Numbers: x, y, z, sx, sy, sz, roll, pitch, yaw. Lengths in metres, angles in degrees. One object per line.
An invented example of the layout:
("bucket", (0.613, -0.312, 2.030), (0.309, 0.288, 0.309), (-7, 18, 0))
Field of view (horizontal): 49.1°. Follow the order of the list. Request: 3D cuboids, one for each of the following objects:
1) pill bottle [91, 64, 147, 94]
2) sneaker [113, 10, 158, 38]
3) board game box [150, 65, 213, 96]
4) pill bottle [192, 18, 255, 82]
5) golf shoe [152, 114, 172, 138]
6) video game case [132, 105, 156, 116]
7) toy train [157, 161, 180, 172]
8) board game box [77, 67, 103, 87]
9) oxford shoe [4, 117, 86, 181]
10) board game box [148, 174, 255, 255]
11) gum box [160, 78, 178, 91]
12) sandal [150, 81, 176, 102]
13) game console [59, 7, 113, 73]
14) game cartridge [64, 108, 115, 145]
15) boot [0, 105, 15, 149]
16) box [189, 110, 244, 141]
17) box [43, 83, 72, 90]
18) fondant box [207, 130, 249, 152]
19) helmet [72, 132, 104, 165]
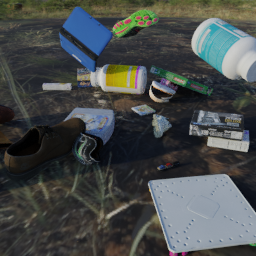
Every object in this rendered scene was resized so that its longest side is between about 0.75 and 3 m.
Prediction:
("pill bottle", (-0.462, -2.475, 14.103), (2.670, 1.392, 1.392), (6, 28, 11))
("sneaker", (0.323, -4.529, 12.255), (2.038, 0.782, 0.854), (-15, 2, 12))
("board game box", (2.672, -2.459, 14.354), (1.921, 0.416, 2.855), (12, 16, -37))
("pill bottle", (3.534, -2.660, 9.721), (1.483, 1.483, 2.677), (-12, 44, -22))
("golf shoe", (1.304, -0.098, 10.496), (0.715, 0.576, 1.470), (6, 29, 0))
("video game case", (0.683, -0.795, 12.296), (0.738, 0.089, 0.811), (-15, 31, -26))
("toy train", (1.233, 1.149, 8.462), (0.780, 0.179, 0.133), (-13, 30, -23))
("board game box", (-2.105, -2.933, 16.062), (1.574, 0.402, 2.323), (-4, 28, -7))
("oxford shoe", (-2.332, 0.363, 8.390), (1.038, 1.206, 2.857), (32, 48, 22))
("board game box", (1.796, 1.982, 6.739), (2.247, 0.291, 2.248), (-3, 28, -7))
("gum box", (2.078, -2.179, 14.161), (0.519, 0.302, 0.914), (34, 10, 39))
("sandal", (1.564, -1.608, 13.207), (1.111, 0.831, 2.901), (27, 10, 4))
("game console", (-1.911, -3.954, 12.748), (2.183, 1.863, 1.291), (41, 71, 7))
("game cartridge", (-1.489, -0.028, 10.401), (1.843, 0.575, 2.768), (1, 27, 11))
("boot", (-4.716, -0.076, 9.976), (2.468, 0.845, 2.323), (32, 15, 35))
("box", (3.119, -0.122, 9.803), (1.732, 0.431, 1.366), (8, 27, 19))
("box", (-3.714, -2.178, 14.727), (1.473, 0.305, 0.285), (0, 27, 2))
("fondant box", (3.496, 0.354, 9.765), (1.302, 0.379, 0.940), (9, 29, 17))
("helmet", (-1.233, 0.669, 8.573), (0.943, 0.899, 0.943), (19, 6, -2))
